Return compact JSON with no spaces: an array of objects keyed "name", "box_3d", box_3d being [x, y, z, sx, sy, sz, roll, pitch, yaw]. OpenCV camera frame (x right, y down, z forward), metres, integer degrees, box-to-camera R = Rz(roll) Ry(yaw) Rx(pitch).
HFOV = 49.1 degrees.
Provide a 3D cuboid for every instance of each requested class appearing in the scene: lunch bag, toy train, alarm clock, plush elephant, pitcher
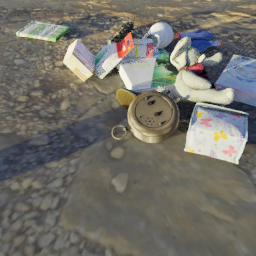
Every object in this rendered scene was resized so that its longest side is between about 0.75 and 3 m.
[{"name":"lunch bag","box_3d":[2.460,-0.051,7.735,1.488,1.116,1.755,15,36,16]},{"name":"toy train","box_3d":[-0.370,-4.507,13.440,0.619,0.461,2.703,10,41,17]},{"name":"alarm clock","box_3d":[0.528,-0.253,7.982,2.152,0.717,1.452,-26,66,-4]},{"name":"plush elephant","box_3d":[2.081,-1.645,8.555,2.378,1.841,1.958,9,-2,16]},{"name":"pitcher","box_3d":[1.130,-3.945,12.440,1.513,1.069,1.764,-11,24,39]}]

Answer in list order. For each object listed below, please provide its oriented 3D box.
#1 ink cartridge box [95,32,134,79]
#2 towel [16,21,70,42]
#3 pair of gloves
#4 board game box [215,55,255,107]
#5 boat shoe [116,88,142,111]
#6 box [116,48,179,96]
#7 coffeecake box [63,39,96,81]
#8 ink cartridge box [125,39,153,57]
[{"name":"ink cartridge box","box_3d":[-0.585,-2.907,10.771,0.442,1.765,1.420,33,29,-30]},{"name":"towel","box_3d":[-4.173,-4.740,13.898,2.140,0.328,1.596,13,44,12]},{"name":"pair of gloves","box_3d":[3.303,-4.093,13.126,1.802,0.255,2.241,-4,40,-2]},{"name":"board game box","box_3d":[4.630,-1.642,10.004,2.467,0.535,2.455,21,45,23]},{"name":"boat shoe","box_3d":[0.472,-0.762,8.952,1.875,0.686,0.608,34,45,21]},{"name":"box","box_3d":[0.856,-2.108,10.548,2.165,0.545,3.000,-10,41,-12]},{"name":"coffeecake box","box_3d":[-1.786,-2.573,10.566,0.499,1.047,1.364,-32,32,25]},{"name":"ink cartridge box","box_3d":[0.430,-3.178,11.091,1.095,0.457,0.795,0,39,1]}]
